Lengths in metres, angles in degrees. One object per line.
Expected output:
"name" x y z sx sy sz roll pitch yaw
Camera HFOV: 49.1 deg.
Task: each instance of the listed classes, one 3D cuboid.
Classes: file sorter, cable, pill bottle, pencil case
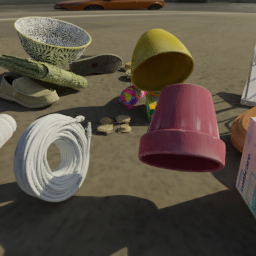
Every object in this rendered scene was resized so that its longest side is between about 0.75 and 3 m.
"file sorter" 5.118 -1.763 8.186 2.933 1.826 2.035 13 51 25
"cable" -1.246 0.494 4.758 0.507 1.463 1.463 1 0 33
"pill bottle" -3.052 0.141 6.391 0.628 0.628 1.109 3 28 6
"pencil case" 0.233 -1.141 8.968 0.631 0.631 1.428 10 28 20

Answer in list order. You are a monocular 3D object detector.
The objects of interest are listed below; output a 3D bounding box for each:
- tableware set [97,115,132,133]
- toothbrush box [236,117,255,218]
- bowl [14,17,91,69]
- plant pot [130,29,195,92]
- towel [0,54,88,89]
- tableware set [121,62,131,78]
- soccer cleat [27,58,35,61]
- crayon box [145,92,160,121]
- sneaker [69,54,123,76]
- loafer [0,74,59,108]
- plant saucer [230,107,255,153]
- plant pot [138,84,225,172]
"tableware set" -0.356 -0.103 7.454 0.881 0.122 1.054 -1 26 -1
"toothbrush box" 2.437 0.867 4.052 0.846 1.452 1.983 -1 28 -1
"bowl" -2.985 -3.202 11.055 2.859 1.342 2.859 13 36 -10
"plant pot" 0.871 -2.069 8.105 1.806 1.806 1.282 -5 63 -10
"towel" -3.080 -1.950 9.841 2.978 0.543 2.209 17 5 30
"tableware set" 0.838 -2.520 12.043 2.180 0.303 2.609 -6 28 -9
"soccer cleat" -3.854 -2.727 11.977 2.039 0.712 0.880 0 26 0
"crayon box" 0.972 -0.642 8.186 0.820 0.402 1.381 -1 27 -2
"sneaker" -1.437 -2.887 12.106 2.271 0.849 1.206 -9 31 -14
"loafer" -3.236 -1.209 8.879 2.315 0.790 0.876 12 29 22
"plant saucer" 3.433 -0.057 5.953 2.393 0.386 2.393 -15 25 7
"plant pot" 0.882 0.006 4.517 1.333 1.333 1.193 5 71 10
